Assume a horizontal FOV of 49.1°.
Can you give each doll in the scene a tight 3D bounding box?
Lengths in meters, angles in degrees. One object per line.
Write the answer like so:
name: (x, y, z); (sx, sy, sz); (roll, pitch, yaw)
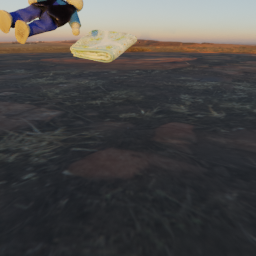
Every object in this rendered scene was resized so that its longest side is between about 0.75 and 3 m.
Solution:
doll: (-2.276, -3.347, 8.315); (2.004, 0.712, 2.937); (32, 45, 7)

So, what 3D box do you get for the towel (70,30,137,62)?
towel: (-0.894, -2.997, 10.014); (1.928, 0.464, 1.650); (17, 49, 27)
